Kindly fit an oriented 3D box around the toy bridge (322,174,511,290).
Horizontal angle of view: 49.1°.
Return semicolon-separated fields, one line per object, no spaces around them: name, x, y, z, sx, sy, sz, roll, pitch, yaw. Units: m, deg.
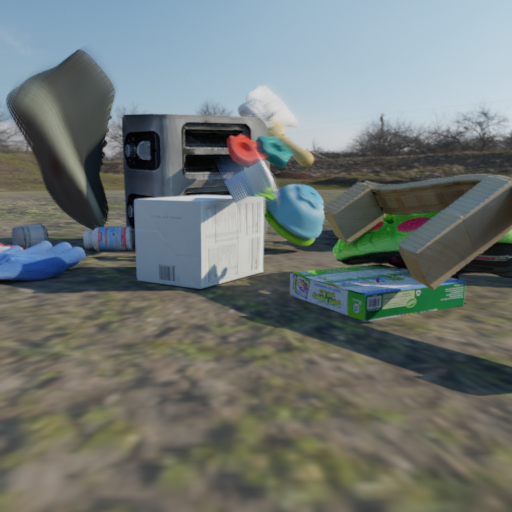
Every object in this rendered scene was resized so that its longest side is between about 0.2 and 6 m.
toy bridge;2.094;-0.254;5.647;1.342;0.543;3.993;-37;27;-6

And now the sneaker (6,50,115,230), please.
sneaker;-3.224;-2.088;10.797;1.253;3.351;1.780;21;54;23

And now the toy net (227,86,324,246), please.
toy net;0.132;-2.093;11.201;2.198;0.809;4.191;16;41;-30

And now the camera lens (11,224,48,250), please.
camera lens;-4.433;-0.369;11.009;0.594;0.475;0.475;-8;12;-40

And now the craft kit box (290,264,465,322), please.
craft kit box;1.371;0.381;6.529;1.451;0.352;1.433;-4;12;-28

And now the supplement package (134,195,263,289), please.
supplement package;-0.761;-0.260;7.938;1.158;1.150;1.526;5;10;32

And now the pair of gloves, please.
pair of gloves;-4.597;0.047;8.488;3.624;0.413;2.914;7;11;37

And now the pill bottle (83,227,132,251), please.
pill bottle;-2.839;-0.322;10.739;0.861;0.468;0.468;-2;9;-6

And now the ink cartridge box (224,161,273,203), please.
ink cartridge box;-0.080;-0.983;7.308;0.533;0.312;0.918;-27;9;7

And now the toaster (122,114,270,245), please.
toaster;-1.157;-1.520;11.547;2.972;2.687;1.763;-6;13;-32

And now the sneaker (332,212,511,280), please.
sneaker;2.072;-0.036;7.207;1.076;1.174;2.803;-44;23;-26
